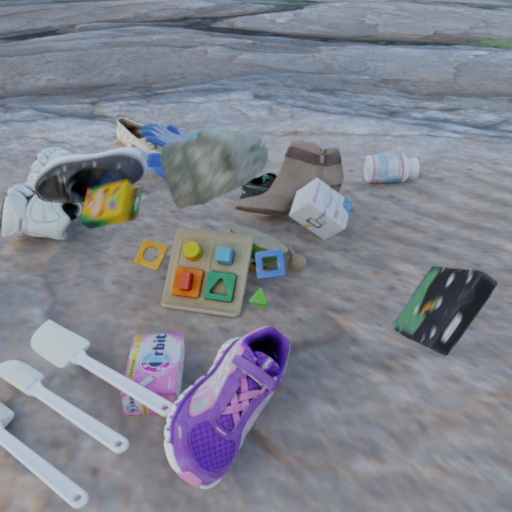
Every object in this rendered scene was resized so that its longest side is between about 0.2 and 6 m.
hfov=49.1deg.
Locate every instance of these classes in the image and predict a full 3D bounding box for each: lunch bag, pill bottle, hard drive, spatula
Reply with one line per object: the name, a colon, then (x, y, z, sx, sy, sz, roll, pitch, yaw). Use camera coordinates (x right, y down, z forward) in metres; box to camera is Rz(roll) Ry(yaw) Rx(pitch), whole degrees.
lunch bag: (-0.639, -1.594, 9.652, 1.392, 1.157, 1.660, -9, 12, 20)
pill bottle: (3.358, -2.167, 13.922, 1.253, 0.681, 0.681, -1, 32, -4)
hard drive: (2.394, 0.672, 7.313, 0.295, 1.089, 1.559, 36, -3, -5)
spatula: (-2.630, 2.011, 7.386, 2.873, 0.231, 1.998, 21, 47, 31)

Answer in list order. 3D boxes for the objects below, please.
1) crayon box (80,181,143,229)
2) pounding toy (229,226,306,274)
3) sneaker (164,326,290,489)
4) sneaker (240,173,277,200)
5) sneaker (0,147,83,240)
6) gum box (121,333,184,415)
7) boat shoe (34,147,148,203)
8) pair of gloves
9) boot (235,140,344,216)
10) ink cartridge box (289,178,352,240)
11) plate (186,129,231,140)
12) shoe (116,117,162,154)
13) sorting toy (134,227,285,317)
crayon box: (-2.066, -0.737, 8.020, 0.880, 0.223, 0.559, -9, 62, 24)
pounding toy: (0.084, 0.009, 10.672, 1.496, 0.694, 1.154, 16, 16, -28)
sneaker: (-0.238, 1.732, 7.115, 0.999, 1.098, 2.484, 44, 38, -7)
sneaker: (0.492, -1.536, 12.934, 1.726, 0.684, 0.651, -5, 31, -10)
sneaker: (-4.418, -1.336, 12.327, 1.367, 1.267, 3.372, 11, 33, -9)
gum box: (-1.455, 1.651, 8.098, 0.742, 0.432, 1.308, -1, 32, -2)
boat shoe: (-2.683, -1.130, 8.712, 2.111, 0.738, 0.699, -6, 34, 19)
pair of gloves: (-2.221, -2.733, 14.574, 1.983, 0.281, 2.466, 21, 38, -7)
boot: (0.753, -1.669, 12.101, 2.275, 1.663, 0.799, 6, 5, -8)
ink cartridge box: (1.307, -0.950, 11.397, 0.963, 0.703, 0.706, 33, 56, -20)
plate: (-1.268, -3.304, 16.149, 1.659, 0.212, 1.659, 0, 33, 0)
shoe: (-3.126, -3.178, 15.476, 0.899, 0.686, 2.571, -27, 43, -34)
sorting toy: (-0.877, 0.221, 9.726, 2.747, 0.374, 1.547, 6, 71, 11)
